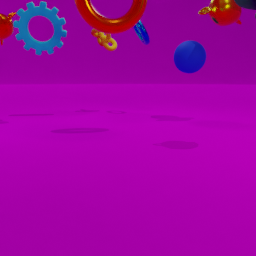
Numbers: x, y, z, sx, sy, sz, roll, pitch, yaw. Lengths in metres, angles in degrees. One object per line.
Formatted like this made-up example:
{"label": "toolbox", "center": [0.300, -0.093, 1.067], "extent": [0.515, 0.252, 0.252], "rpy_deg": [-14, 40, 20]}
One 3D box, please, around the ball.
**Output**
{"label": "ball", "center": [2.179, -2.502, 9.891], "extent": [1.133, 1.133, 1.133], "rpy_deg": [0, 10, 0]}

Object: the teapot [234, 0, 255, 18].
{"label": "teapot", "center": [2.123, -2.393, 4.747], "extent": [1.395, 0.867, 0.683], "rpy_deg": [42, -18, -32]}

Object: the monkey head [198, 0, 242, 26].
{"label": "monkey head", "center": [2.866, -3.746, 8.617], "extent": [1.766, 1.064, 1.270], "rpy_deg": [-1, 32, -30]}

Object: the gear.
{"label": "gear", "center": [-3.105, -3.531, 9.990], "extent": [1.774, 1.774, 0.328], "rpy_deg": [-2, 27, -10]}

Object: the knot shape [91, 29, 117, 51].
{"label": "knot shape", "center": [-1.046, -3.777, 11.660], "extent": [1.244, 0.575, 1.164], "rpy_deg": [44, 3, -38]}

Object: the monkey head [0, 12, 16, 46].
{"label": "monkey head", "center": [-3.674, -3.026, 8.106], "extent": [0.726, 1.205, 0.867], "rpy_deg": [20, 42, -31]}

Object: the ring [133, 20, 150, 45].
{"label": "ring", "center": [0.491, -3.800, 10.961], "extent": [0.239, 1.196, 1.196], "rpy_deg": [-32, 11, 2]}

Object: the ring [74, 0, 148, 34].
{"label": "ring", "center": [-0.368, -3.009, 6.291], "extent": [1.708, 1.708, 0.342], "rpy_deg": [-3, 17, -15]}
